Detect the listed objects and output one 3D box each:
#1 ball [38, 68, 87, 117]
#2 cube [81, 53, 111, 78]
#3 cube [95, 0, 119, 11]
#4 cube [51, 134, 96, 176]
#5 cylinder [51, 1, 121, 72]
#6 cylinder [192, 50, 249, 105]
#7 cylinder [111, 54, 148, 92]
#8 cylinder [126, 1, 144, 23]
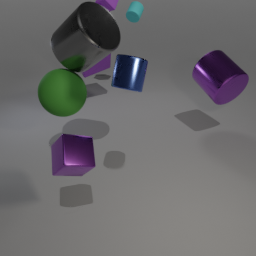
[{"bbox_3d":[-1.907,-1.026,8.188,1.400,1.400,1.400,0,29,0],"label":"ball"},{"bbox_3d":[-1.707,-3.442,12.833,1.400,1.400,1.400,-25,71,-15],"label":"cube"},{"bbox_3d":[-0.943,-5.825,12.768,0.700,0.700,0.700,6,-18,43],"label":"cube"},{"bbox_3d":[-1.187,0.600,6.015,0.700,0.700,0.700,8,61,-34],"label":"cube"},{"bbox_3d":[-1.158,-2.440,7.677,1.400,1.400,1.400,-22,9,44],"label":"cylinder"},{"bbox_3d":[3.232,-1.778,9.890,1.400,1.400,1.400,-14,54,-24],"label":"cylinder"},{"bbox_3d":[0.032,-1.188,6.125,0.700,0.700,0.700,11,8,-2],"label":"cylinder"},{"bbox_3d":[0.327,-5.579,13.473,0.700,0.700,0.700,11,65,20],"label":"cylinder"}]
